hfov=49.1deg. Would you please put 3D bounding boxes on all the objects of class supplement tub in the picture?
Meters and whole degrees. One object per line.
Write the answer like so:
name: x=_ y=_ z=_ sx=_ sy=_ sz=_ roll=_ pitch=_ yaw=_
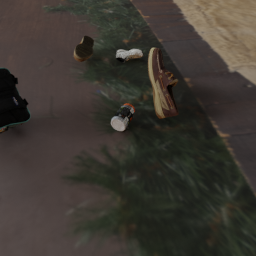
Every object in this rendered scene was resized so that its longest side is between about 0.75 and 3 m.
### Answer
supplement tub: x=-0.124 y=-0.320 z=7.964 sx=0.476 sy=0.476 sz=0.777 roll=17 pitch=48 yaw=18

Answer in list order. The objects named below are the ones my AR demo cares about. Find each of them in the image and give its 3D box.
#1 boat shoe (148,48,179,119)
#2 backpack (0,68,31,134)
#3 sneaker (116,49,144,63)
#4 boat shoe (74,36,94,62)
boat shoe: x=1.081 y=-1.312 z=8.012 sx=0.734 sy=2.040 sz=0.736 roll=-7 pitch=0 yaw=25
backpack: x=-3.696 y=-0.587 z=7.091 sx=1.460 sy=1.674 sz=1.904 roll=-17 pitch=10 yaw=15
sneaker: x=0.056 y=-2.734 z=10.892 sx=1.074 sy=0.405 sz=0.618 roll=2 pitch=52 yaw=9
boat shoe: x=-1.716 y=-2.914 z=10.841 sx=0.657 sy=0.621 sz=1.826 roll=29 pitch=35 yaw=-11
